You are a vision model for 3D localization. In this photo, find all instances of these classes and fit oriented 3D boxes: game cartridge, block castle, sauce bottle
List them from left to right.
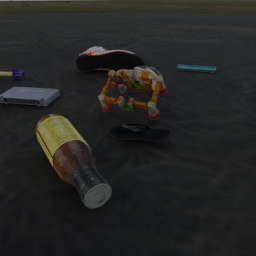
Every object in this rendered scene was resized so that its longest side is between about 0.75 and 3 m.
[{"bbox_3d":[-3.141,-1.017,8.965,1.636,0.314,1.060,5,23,9],"label":"game cartridge"},{"bbox_3d":[-1.068,0.542,5.253,0.796,0.796,2.413,-14,36,-27],"label":"sauce bottle"},{"bbox_3d":[0.148,-0.911,7.794,1.716,0.805,1.147,10,67,20],"label":"block castle"}]

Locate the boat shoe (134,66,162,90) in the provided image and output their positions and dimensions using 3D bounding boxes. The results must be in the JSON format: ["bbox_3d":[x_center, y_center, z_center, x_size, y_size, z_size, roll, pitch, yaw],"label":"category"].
[{"bbox_3d":[0.872,-1.924,10.283,0.621,0.728,2.178,-14,26,-18],"label":"boat shoe"}]

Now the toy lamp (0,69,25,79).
[{"bbox_3d":[-4.837,-2.153,11.068,1.511,0.440,0.440,4,27,6],"label":"toy lamp"}]

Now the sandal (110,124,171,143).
[{"bbox_3d":[0.277,0.052,6.564,1.524,0.326,0.579,3,23,27],"label":"sandal"}]

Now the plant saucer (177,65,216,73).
[{"bbox_3d":[3.009,-2.610,12.315,1.644,0.156,0.575,7,27,15],"label":"plant saucer"}]

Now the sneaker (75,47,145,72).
[{"bbox_3d":[-0.672,-3.026,12.189,2.955,0.987,1.584,2,29,10],"label":"sneaker"}]
